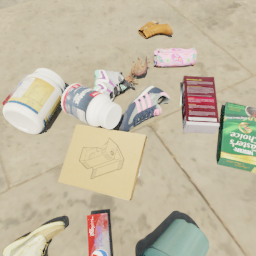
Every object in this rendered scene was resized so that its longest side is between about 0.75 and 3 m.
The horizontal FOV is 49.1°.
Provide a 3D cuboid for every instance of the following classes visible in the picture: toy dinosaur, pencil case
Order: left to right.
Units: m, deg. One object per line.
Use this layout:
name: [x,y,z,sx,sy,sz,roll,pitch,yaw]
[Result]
toy dinosaur: [0.477,-2.526,12.531,0.672,1.565,1.061,30,53,-27]
pencil case: [2.208,-3.364,13.273,2.013,0.880,0.880,-1,54,-2]

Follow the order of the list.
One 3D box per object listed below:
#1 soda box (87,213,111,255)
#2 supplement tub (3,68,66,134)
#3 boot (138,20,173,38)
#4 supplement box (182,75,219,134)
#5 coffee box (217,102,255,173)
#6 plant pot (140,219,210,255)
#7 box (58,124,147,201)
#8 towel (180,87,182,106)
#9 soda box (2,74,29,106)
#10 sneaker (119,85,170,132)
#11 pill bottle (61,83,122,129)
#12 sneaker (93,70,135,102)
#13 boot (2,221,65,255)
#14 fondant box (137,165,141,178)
soda box: [-0.861,3.620,8.417,0.679,0.615,1.938,-5,54,-4]
supplement tub: [-3.640,-1.093,11.155,1.665,1.665,2.301,16,57,11]
boot: [1.433,-5.074,14.642,1.263,0.624,1.626,-36,61,-23]
supplement box: [2.913,-0.989,11.495,1.308,0.732,2.403,4,62,2]
coffee box: [4.437,0.313,10.788,1.700,0.608,2.765,14,56,10]
plant pot: [1.358,3.619,7.885,1.711,1.711,1.676,34,54,22]
box: [-0.893,1.092,9.720,2.734,0.291,2.234,9,74,21]
towel: [3.007,-1.278,12.218,1.472,0.172,1.123,9,56,4]
soda box: [-4.525,-1.445,12.030,0.587,0.648,1.852,17,56,12]
sneaker: [0.717,-0.711,11.324,1.100,0.941,2.682,28,60,22]
pill bottle: [-1.252,-0.730,9.776,1.981,1.185,1.185,25,57,29]
sneaker: [-0.558,-1.612,11.949,1.753,0.974,2.506,-3,55,-1]
boot: [-2.563,3.798,8.244,1.953,0.704,1.511,-27,58,-11]
fondant box: [-0.035,1.263,10.011,0.314,0.777,1.076,-39,63,-24]
